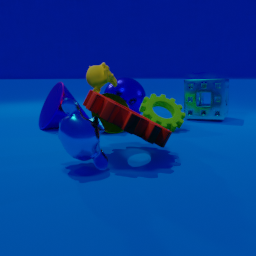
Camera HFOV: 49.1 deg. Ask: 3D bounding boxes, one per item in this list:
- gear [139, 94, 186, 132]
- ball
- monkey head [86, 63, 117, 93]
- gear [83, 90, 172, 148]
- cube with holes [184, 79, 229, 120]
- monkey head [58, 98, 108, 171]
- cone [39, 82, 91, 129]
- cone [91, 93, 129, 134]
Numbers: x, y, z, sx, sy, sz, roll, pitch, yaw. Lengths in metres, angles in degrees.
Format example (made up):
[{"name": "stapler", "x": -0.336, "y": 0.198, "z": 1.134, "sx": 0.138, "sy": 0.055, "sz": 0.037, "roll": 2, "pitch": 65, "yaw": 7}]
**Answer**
[{"name": "gear", "x": 0.931, "y": -0.424, "z": 7.552, "sx": 1.217, "sy": 0.225, "sz": 1.217, "roll": 9, "pitch": 48, "yaw": -11}, {"name": "ball", "x": -0.105, "y": -0.922, "z": 8.966, "sx": 1.383, "sy": 1.383, "sz": 1.383, "roll": 0, "pitch": 11, "yaw": 0}, {"name": "monkey head", "x": -0.727, "y": -1.327, "z": 7.605, "sx": 0.681, "sy": 1.131, "sz": 0.814, "roll": -27, "pitch": -41, "yaw": 18}, {"name": "gear", "x": -0.004, "y": -0.177, "z": 5.149, "sx": 1.661, "sy": 0.307, "sz": 1.661, "roll": 27, "pitch": 5, "yaw": -2}, {"name": "cube with holes", "x": 2.662, "y": -0.991, "z": 9.432, "sx": 1.268, "sy": 1.268, "sz": 1.268, "roll": 3, "pitch": 9, "yaw": 25}, {"name": "monkey head", "x": -0.674, "y": 0.082, "z": 4.549, "sx": 0.896, "sy": 1.245, "sz": 0.750, "roll": -33, "pitch": 9, "yaw": -31}, {"name": "cone", "x": -1.593, "y": -0.383, "z": 8.076, "sx": 1.420, "sy": 1.415, "sz": 1.415, "roll": 25, "pitch": -3, "yaw": -31}, {"name": "cone", "x": -0.659, "y": -0.233, "z": 7.693, "sx": 1.109, "sy": 1.109, "sz": 1.113, "roll": -6, "pitch": -14, "yaw": -28}]
